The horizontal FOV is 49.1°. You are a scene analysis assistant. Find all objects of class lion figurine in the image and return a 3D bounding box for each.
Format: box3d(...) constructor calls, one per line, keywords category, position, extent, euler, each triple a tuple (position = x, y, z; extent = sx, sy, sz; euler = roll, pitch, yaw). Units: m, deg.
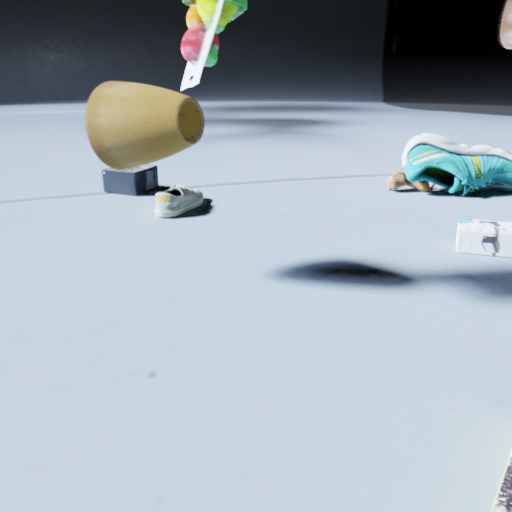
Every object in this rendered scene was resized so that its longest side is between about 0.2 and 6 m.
box3d(category="lion figurine", position=(4.099, -1.916, 14.589), extent=(1.359, 0.493, 0.832), euler=(10, 35, 12))

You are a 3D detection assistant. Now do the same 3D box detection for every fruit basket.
box3d(category="fruit basket", position=(-0.582, -2.859, 7.076), extent=(0.719, 1.534, 1.421), euler=(10, 8, -18))

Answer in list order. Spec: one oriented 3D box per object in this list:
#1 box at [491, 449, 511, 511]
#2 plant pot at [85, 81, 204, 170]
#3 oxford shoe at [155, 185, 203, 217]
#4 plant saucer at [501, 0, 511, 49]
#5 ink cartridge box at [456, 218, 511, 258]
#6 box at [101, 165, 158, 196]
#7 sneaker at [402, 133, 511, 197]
box3d(category="box", position=(2.324, 1.661, 4.263), extent=(0.763, 0.508, 2.026), euler=(12, 22, 29))
box3d(category="plant pot", position=(-1.444, -1.855, 7.810), extent=(1.345, 1.253, 1.253), euler=(3, 18, 31))
box3d(category="oxford shoe", position=(-1.735, -1.366, 12.861), extent=(0.761, 0.584, 2.023), euler=(2, 17, 16))
box3d(category="plant saucer", position=(3.167, -2.919, 6.311), extent=(0.203, 1.179, 1.179), euler=(14, 19, -4))
box3d(category="ink cartridge box", position=(4.173, -0.326, 10.026), extent=(1.090, 0.456, 0.791), euler=(6, 20, 18))
box3d(category="box", position=(-3.267, -1.999, 14.554), extent=(1.042, 0.642, 1.033), euler=(9, 21, 24))
box3d(category="sneaker", position=(5.304, -2.040, 14.236), extent=(3.298, 1.278, 1.314), euler=(11, 61, 1))
